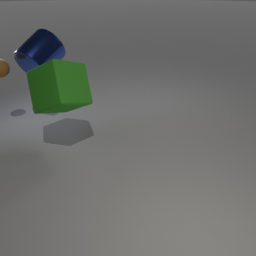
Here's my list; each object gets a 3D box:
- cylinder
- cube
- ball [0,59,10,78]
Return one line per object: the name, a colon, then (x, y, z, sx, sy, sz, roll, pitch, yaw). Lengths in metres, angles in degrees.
cylinder: (-3.378, -2.833, 10.808, 1.400, 1.400, 1.400, 17, 60, 29)
cube: (-2.231, -1.310, 9.200, 1.400, 1.400, 1.400, -13, -3, 35)
ball: (-4.827, -2.251, 10.546, 0.700, 0.700, 0.700, 0, 28, 0)
